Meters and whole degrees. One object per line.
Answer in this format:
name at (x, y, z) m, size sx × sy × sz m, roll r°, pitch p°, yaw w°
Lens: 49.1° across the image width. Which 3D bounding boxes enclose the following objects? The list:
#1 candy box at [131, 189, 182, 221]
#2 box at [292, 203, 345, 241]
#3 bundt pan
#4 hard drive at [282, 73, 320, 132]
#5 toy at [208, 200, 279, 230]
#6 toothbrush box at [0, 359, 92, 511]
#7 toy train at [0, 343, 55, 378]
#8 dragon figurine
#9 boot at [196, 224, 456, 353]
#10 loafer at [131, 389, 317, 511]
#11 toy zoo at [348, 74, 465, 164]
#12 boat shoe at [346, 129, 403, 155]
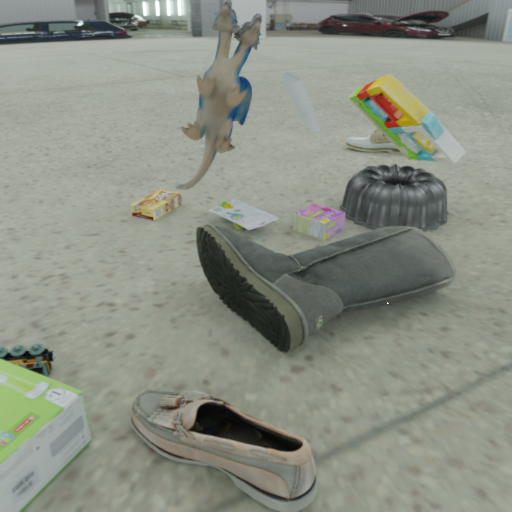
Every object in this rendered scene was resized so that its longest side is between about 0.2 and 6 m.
candy box at (-2.451, -1.276, 13.901) m, size 0.687 × 0.329 × 1.190 m, roll 15°, pitch 31°, yaw 26°
box at (1.437, -0.795, 12.863) m, size 0.914 × 0.442 × 0.804 m, roll 23°, pitch 35°, yaw 36°
bundt pan at (3.416, -1.524, 13.686) m, size 2.646 × 0.993 × 2.646 m, roll 1°, pitch 28°, yaw 0°
hard drive at (1.024, -3.502, 12.763) m, size 0.166 × 1.262 × 0.832 m, roll -31°, pitch 34°, yaw -3°
toy at (-0.302, -0.859, 13.071) m, size 0.901 × 0.369 × 1.565 m, roll -23°, pitch 37°, yaw -32°
toothbrush box at (-3.340, 2.105, 6.812) m, size 2.081 × 0.896 × 1.515 m, roll 14°, pitch 31°, yaw 23°
toy train at (-3.513, 1.630, 8.295) m, size 1.009 × 0.430 × 0.575 m, roll -4°, pitch 37°, yaw -9°
dragon figurine at (-0.826, -3.591, 13.186) m, size 1.288 × 4.377 × 2.176 m, roll 16°, pitch 40°, yaw -1°
boot at (1.209, 0.039, 10.288) m, size 3.764 × 1.366 × 3.422 m, roll -25°, pitch 50°, yaw -27°
loafer at (-0.448, 2.108, 6.867) m, size 2.681 × 0.843 × 0.964 m, roll 17°, pitch 32°, yaw 29°
toy zoo at (2.068, -1.865, 7.797) m, size 1.430 × 0.223 × 2.180 m, roll 42°, pitch 6°, yaw -9°
boat shoe at (4.029, -3.804, 18.313) m, size 2.114 × 0.723 × 0.790 m, roll 6°, pitch 28°, yaw 11°
